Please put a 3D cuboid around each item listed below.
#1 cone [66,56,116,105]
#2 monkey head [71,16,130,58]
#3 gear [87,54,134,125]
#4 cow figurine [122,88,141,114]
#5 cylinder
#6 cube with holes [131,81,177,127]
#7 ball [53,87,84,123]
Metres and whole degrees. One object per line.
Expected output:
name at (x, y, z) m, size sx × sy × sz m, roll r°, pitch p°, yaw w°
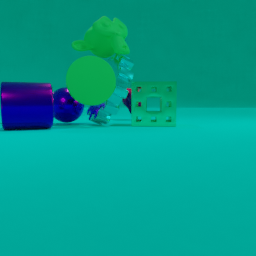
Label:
cone at (-1.003, -1.145, 7.330) m, size 1.200 × 1.200 × 1.204 m, roll -1°, pitch 0°, yaw -11°
monkey head at (-0.544, -2.325, 7.793) m, size 1.853 × 1.333 × 1.117 m, roll -9°, pitch -26°, yaw -38°
gear at (-0.542, -1.106, 7.958) m, size 0.377 × 2.039 × 2.039 m, roll 22°, pitch -5°, yaw -24°
cow figurine at (0.133, -1.206, 10.880) m, size 0.815 × 1.460 × 1.484 m, roll -32°, pitch 45°, yaw -7°
cylinder at (-2.345, -0.519, 6.519) m, size 1.090 × 1.090 × 1.090 m, roll -2°, pitch 5°, yaw -21°
cube with holes at (0.726, -0.675, 7.962) m, size 1.185 × 1.185 × 1.185 m, roll 0°, pitch 4°, yaw 4°
ball at (-1.862, -0.697, 8.491) m, size 1.072 × 1.072 × 1.072 m, roll 0°, pitch 4°, yaw 0°
